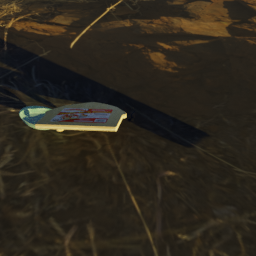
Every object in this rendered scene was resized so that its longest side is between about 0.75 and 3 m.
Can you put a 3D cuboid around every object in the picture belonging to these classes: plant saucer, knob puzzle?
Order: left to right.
[{"bbox_3d":[-2.649,-0.278,8.512,1.263,0.227,1.263,16,26,-8],"label":"plant saucer"},{"bbox_3d":[-1.270,-0.306,8.453,2.731,0.379,2.731,0,20,0],"label":"knob puzzle"}]
